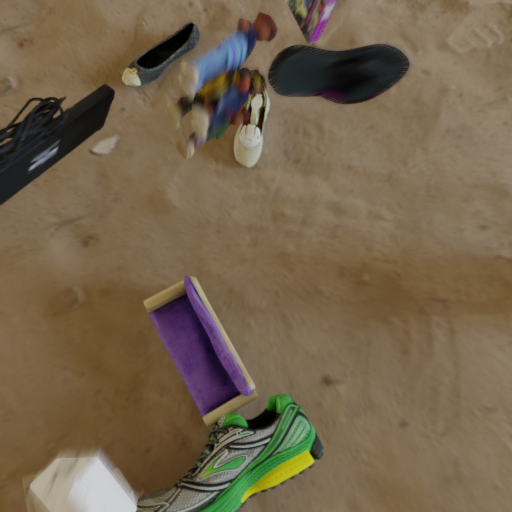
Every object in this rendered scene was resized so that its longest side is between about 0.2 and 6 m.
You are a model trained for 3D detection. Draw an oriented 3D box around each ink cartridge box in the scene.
[{"bbox_3d":[-1.963,2.725,6.328,0.787,1.082,0.455,56,46,-11],"label":"ink cartridge box"}]

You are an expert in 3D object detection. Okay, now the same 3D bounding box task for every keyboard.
[{"bbox_3d":[-3.544,-1.849,8.824,0.671,1.763,3.387,41,53,-6],"label":"keyboard"}]

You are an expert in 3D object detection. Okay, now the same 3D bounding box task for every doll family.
[{"bbox_3d":[-0.471,-2.533,8.431,1.599,2.766,1.085,-35,98,-19],"label":"doll family"}]

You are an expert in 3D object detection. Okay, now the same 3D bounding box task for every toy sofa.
[{"bbox_3d":[-0.985,1.626,9.743,1.014,1.194,2.448,-28,73,-10],"label":"toy sofa"}]

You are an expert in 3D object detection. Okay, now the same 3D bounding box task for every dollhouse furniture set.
[{"bbox_3d":[-2.671,4.615,8.751,1.419,2.052,2.174,-9,96,-26],"label":"dollhouse furniture set"}]

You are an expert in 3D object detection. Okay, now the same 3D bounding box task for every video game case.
[{"bbox_3d":[0.765,-4.043,8.098,0.252,1.405,1.274,-21,80,-16],"label":"video game case"}]

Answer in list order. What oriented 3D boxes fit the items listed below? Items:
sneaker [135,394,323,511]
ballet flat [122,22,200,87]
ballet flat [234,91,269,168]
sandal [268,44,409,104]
[{"bbox_3d":[-0.565,3.299,9.005,3.169,1.236,1.350,-27,93,-17],"label":"sneaker"},{"bbox_3d":[-2.116,-4.438,12.257,2.078,0.590,0.691,-42,75,-14],"label":"ballet flat"},{"bbox_3d":[-0.108,-2.719,11.651,0.604,0.558,1.790,9,71,2],"label":"ballet flat"},{"bbox_3d":[1.469,-2.854,9.173,2.748,1.033,0.658,-12,56,-29],"label":"sandal"}]
